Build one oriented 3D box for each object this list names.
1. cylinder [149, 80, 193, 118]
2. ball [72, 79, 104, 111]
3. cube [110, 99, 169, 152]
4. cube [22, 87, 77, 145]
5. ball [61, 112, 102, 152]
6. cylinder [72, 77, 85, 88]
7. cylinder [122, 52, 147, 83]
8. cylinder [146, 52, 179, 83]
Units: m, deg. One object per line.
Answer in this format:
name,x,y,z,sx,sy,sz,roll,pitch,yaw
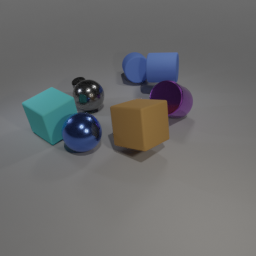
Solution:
cylinder,1.787,-1.138,11.451,1.400,1.400,1.400,20,7,29
ball,-1.744,-1.437,12.390,1.400,1.400,1.400,0,32,0
cube,0.418,-0.162,9.521,1.400,1.400,1.400,8,20,41
cube,-2.879,-0.484,10.655,1.400,1.400,1.400,26,49,34
ball,-1.613,0.146,9.814,1.400,1.400,1.400,0,32,0
cylinder,-2.350,-2.043,13.844,0.700,0.700,0.700,-6,48,7
cylinder,0.439,-3.289,15.181,1.400,1.400,1.400,-4,24,-6
cylinder,1.669,-2.880,13.409,1.400,1.400,1.400,3,32,15
